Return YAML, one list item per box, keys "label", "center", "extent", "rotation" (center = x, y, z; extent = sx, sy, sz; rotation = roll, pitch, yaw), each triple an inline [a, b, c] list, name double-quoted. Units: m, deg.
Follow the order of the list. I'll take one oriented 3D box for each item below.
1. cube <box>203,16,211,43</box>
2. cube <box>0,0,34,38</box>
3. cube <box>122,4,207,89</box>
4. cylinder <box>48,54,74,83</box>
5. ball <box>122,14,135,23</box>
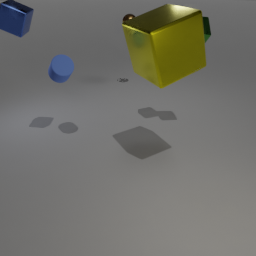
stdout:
- label: "cube"
  center: [2.129, -3.057, 8.901]
  extent: [0.700, 0.700, 0.700]
  rotation: [3, 70, -12]
- label: "cube"
  center: [-3.160, -3.085, 7.871]
  extent: [0.700, 0.700, 0.700]
  rotation: [20, 31, -11]
- label: "cube"
  center: [0.898, -2.055, 6.910]
  extent: [1.400, 1.400, 1.400]
  rotation: [-28, 37, -14]
- label: "cylinder"
  center: [-2.111, -1.853, 8.807]
  extent: [0.700, 0.700, 0.700]
  rotation: [-14, -3, -25]
- label: "ball"
  center: [0.083, -5.109, 13.438]
  extent: [0.700, 0.700, 0.700]
  rotation: [0, 28, 0]
